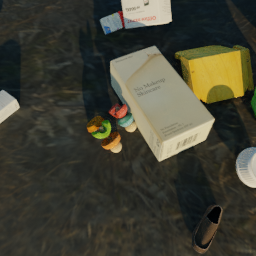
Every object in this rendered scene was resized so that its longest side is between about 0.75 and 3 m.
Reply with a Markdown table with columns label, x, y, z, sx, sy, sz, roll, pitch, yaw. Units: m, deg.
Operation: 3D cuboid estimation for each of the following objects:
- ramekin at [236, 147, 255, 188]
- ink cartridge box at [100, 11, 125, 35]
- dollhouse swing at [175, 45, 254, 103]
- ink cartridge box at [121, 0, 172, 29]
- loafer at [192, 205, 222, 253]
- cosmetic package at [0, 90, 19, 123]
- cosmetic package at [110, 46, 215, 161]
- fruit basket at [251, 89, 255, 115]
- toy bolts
| label | x | y | z | sx | sy | sz | roll | pitch | yaw |
| --- | --- | --- | --- | --- | --- | --- | --- | --- | --- |
| ramekin | 3.146 | 0.929 | 6.689 | 1.000 | 0.466 | 1.000 | 2 | 79 | -9 |
| ink cartridge box | -0.459 | -3.703 | 9.813 | 0.913 | 0.531 | 0.307 | -24 | 15 | -8 |
| dollhouse swing | 2.548 | -1.762 | 8.841 | 1.881 | 1.654 | 1.710 | -13 | 99 | -9 |
| ink cartridge box | 0.540 | -4.333 | 9.090 | 1.425 | 1.952 | 0.823 | 5 | 24 | 35 |
| loafer | 1.766 | 2.177 | 6.231 | 0.432 | 0.420 | 1.183 | 24 | 60 | 15 |
| cosmetic package | -3.772 | -0.477 | 7.949 | 0.601 | 0.437 | 1.181 | 32 | 61 | 19 |
| cosmetic package | 0.805 | -0.768 | 7.751 | 1.545 | 1.091 | 2.985 | -24 | 61 | -14 |
| fruit basket | 4.344 | -0.741 | 7.186 | 1.529 | 2.120 | 2.120 | -11 | 58 | -7 |
| toy bolts | -0.384 | 0.005 | 7.629 | 1.230 | 0.853 | 1.175 | -45 | 26 | -14 |
